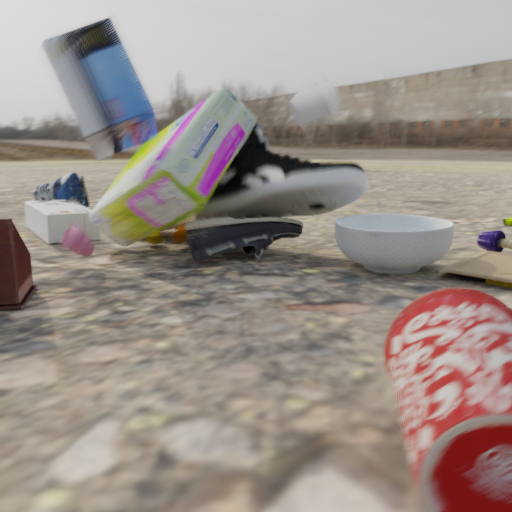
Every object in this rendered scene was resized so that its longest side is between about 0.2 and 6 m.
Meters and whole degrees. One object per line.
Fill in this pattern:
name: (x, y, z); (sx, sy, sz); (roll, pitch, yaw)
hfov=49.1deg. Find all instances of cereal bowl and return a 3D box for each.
cereal bowl: (2.166, -0.180, 8.942); (1.858, 0.774, 1.858); (1, 12, 0)

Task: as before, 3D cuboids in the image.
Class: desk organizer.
desk organizer: (-4.375, 0.074, 6.914); (2.930, 1.128, 1.051); (-2, 12, -11)

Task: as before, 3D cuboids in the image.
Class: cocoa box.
cocoa box: (-2.339, -2.517, 8.576); (1.063, 1.620, 1.080); (-25, -6, -10)

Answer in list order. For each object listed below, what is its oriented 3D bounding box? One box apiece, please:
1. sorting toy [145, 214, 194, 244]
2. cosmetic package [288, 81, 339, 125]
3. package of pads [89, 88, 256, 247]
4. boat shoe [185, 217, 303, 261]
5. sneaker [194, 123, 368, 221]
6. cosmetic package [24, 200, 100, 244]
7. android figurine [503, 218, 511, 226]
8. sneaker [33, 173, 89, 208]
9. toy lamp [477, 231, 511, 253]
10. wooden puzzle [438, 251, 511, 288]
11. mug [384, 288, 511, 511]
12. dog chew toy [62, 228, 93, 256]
sorting toy: (-1.792, -0.665, 11.630); (1.775, 0.319, 2.383); (-7, 23, 7)
cosmetic package: (0.915, -2.411, 8.823); (0.638, 0.392, 0.636); (-11, 25, 25)
package of pads: (-1.543, -1.432, 9.852); (2.910, 0.992, 2.248); (-19, 36, 49)
boat shoe: (-0.157, -0.280, 9.729); (2.266, 0.711, 0.823); (-3, -5, -31)
sneaker: (0.311, -1.707, 10.222); (3.466, 1.939, 1.266); (-10, -22, 31)
cosmetic package: (-4.234, -0.787, 12.067); (1.046, 0.642, 2.535); (-9, 15, -31)
android figurine: (6.271, -0.785, 13.156); (0.851, 0.175, 0.775); (2, 12, 15)
sneaker: (-5.181, -1.483, 14.750); (1.294, 1.171, 3.038); (-13, 7, -11)
toy lamp: (4.595, -0.168, 9.691); (0.453, 0.453, 1.556); (-9, 14, -37)
wooden puzzle: (3.794, 0.233, 8.284); (1.690, 0.315, 1.563); (5, 13, 42)
mug: (1.503, 0.919, 3.433); (1.355, 1.018, 1.526); (1, 15, 11)
dog chew toy: (-2.759, -0.190, 8.753); (0.342, 0.342, 0.549); (10, -28, 38)
